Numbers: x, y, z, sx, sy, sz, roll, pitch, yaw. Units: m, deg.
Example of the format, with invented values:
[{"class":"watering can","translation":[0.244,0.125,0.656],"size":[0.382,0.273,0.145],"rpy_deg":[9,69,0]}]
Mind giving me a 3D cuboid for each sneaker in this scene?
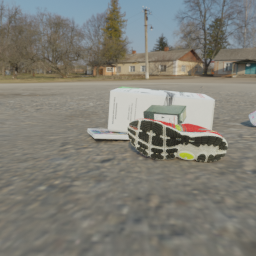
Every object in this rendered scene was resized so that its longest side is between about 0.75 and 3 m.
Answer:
[{"class":"sneaker","translation":[0.915,0.200,5.399],"size":[1.891,0.728,0.803],"rpy_deg":[12,21,3]}]

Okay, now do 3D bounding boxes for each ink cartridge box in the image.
[{"class":"ink cartridge box","translation":[0.876,-0.449,7.423],"size":[2.487,1.045,1.815],"rpy_deg":[6,12,7]}]

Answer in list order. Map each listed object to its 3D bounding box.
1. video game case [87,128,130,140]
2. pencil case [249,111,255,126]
[{"class":"video game case","translation":[-0.424,0.148,6.969],"size":[1.031,0.122,0.939],"rpy_deg":[3,8,-19]},{"class":"pencil case","translation":[4.034,-0.442,8.106],"size":[0.468,0.429,1.031],"rpy_deg":[15,-38,-28]}]
